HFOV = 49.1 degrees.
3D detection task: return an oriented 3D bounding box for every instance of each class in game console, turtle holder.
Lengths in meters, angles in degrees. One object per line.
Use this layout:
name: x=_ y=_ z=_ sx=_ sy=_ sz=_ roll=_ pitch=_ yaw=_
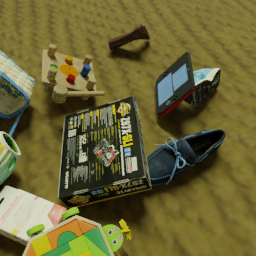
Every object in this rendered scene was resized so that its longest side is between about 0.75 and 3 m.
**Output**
game console: x=1.335 y=-1.278 z=8.213 sx=0.258 sy=1.471 sz=1.664 roll=23 pitch=46 yaw=-23
turtle holder: x=-3.293 y=0.592 z=6.296 sx=1.285 sy=1.809 sz=1.375 roll=-32 pitch=51 yaw=-7

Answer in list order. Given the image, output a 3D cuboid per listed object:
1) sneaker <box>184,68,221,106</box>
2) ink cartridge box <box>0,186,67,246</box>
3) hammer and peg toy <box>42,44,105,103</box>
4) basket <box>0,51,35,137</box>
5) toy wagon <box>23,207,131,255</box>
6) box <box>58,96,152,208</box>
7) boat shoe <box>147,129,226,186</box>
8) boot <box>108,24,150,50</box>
sneaker: x=2.112 y=-1.308 z=8.675 sx=0.895 sy=0.780 sz=1.991 roll=18 pitch=37 yaw=34
ink cartridge box: x=-2.184 y=1.954 z=6.044 sx=1.561 sy=0.527 sz=0.909 roll=18 pitch=52 yaw=14
hammer and peg toy: x=-1.746 y=-1.451 z=8.555 sx=1.734 sy=0.831 sz=2.357 roll=10 pitch=45 yaw=-27
basket: x=-3.629 y=-0.901 z=7.671 sx=1.488 sy=1.886 sz=2.139 roll=-29 pitch=30 yaw=27
toy wagon: x=-0.923 y=2.367 z=5.305 sx=2.106 sy=0.417 sz=1.634 roll=-24 pitch=73 yaw=-11
box: x=-0.611 y=0.500 z=6.890 sx=2.029 sy=0.627 sz=2.541 roll=-15 pitch=48 yaw=8
boat shoe: x=1.340 y=0.543 z=6.940 sx=2.437 sy=0.837 sz=1.025 roll=-30 pitch=75 yaw=-22
boot: x=0.025 y=-3.363 z=10.682 sx=1.498 sy=1.396 sz=0.481 roll=-23 pitch=84 yaw=19
